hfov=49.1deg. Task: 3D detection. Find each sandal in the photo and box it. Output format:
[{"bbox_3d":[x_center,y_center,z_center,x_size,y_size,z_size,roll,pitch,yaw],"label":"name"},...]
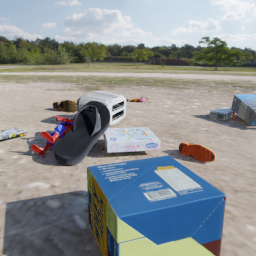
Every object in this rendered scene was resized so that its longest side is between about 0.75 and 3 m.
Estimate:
[{"bbox_3d":[-1.251,-0.059,8.504,1.132,0.637,2.976,9,36,7],"label":"sandal"}]

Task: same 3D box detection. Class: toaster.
[{"bbox_3d":[-1.052,-0.840,12.079,1.473,1.296,2.281,11,20,24],"label":"toaster"}]

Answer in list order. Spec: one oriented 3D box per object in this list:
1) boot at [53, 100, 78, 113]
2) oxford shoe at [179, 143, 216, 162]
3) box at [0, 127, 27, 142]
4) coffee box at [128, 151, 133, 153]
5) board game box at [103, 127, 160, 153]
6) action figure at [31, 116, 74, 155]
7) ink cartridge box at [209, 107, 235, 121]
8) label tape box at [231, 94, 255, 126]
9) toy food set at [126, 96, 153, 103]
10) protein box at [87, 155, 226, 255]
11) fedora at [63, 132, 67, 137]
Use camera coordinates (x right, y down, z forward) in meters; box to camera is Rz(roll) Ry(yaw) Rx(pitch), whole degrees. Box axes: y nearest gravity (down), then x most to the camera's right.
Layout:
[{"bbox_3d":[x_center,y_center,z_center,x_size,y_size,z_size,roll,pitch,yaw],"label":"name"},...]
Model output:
[{"bbox_3d":[-2.974,-1.250,14.919,1.698,0.626,1.314,11,14,25],"label":"boot"},{"bbox_3d":[2.085,0.650,8.127,0.478,0.467,1.310,-4,15,-34],"label":"oxford shoe"},{"bbox_3d":[-4.349,0.234,10.093,0.742,0.216,1.084,12,19,38],"label":"box"},{"bbox_3d":[-0.187,0.573,8.888,0.865,0.190,0.532,7,16,24],"label":"coffee box"},{"bbox_3d":[0.054,0.334,8.767,1.564,0.323,1.568,-2,15,-8],"label":"board game box"},{"bbox_3d":[-2.327,0.086,9.347,0.687,0.869,2.656,35,15,0],"label":"action figure"},{"bbox_3d":[4.567,-0.675,13.213,1.462,0.368,0.796,-13,20,-43],"label":"ink cartridge box"},{"bbox_3d":[5.860,-0.641,12.021,1.752,0.808,2.445,-3,32,-11],"label":"label tape box"},{"bbox_3d":[0.680,-1.813,17.592,1.742,0.274,1.108,2,15,8],"label":"toy food set"},{"bbox_3d":[0.325,1.293,4.431,1.623,1.103,1.635,-6,16,-20],"label":"protein box"},{"bbox_3d":[-1.626,0.431,8.792,0.844,0.385,0.844,4,48,-5],"label":"fedora"}]
